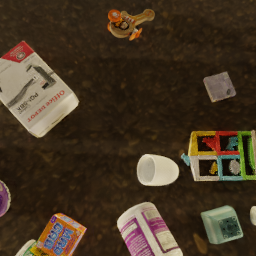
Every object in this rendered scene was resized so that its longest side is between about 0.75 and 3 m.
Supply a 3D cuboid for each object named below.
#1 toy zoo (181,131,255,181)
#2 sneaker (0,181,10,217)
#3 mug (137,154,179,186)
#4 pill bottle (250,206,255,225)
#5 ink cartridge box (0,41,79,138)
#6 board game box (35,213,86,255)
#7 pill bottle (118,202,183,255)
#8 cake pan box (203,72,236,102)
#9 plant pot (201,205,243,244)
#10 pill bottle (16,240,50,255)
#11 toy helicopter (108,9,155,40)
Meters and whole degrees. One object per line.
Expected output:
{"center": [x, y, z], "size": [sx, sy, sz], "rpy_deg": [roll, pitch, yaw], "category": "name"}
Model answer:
{"center": [3.421, 1.039, 10.512], "size": [2.814, 0.288, 1.846], "rpy_deg": [0, 77, 0], "category": "toy zoo"}
{"center": [-5.219, 1.833, 9.831], "size": [1.169, 1.285, 2.908], "rpy_deg": [-28, 80, -7], "category": "sneaker"}
{"center": [0.955, 1.493, 9.247], "size": [1.148, 1.310, 0.967], "rpy_deg": [10, 47, -33], "category": "mug"}
{"center": [5.030, 3.120, 9.859], "size": [1.232, 0.642, 0.642], "rpy_deg": [4, 77, 1], "category": "pill bottle"}
{"center": [-3.657, -1.444, 10.597], "size": [2.155, 1.217, 2.937], "rpy_deg": [-43, 80, -10], "category": "ink cartridge box"}
{"center": [-2.226, 3.675, 9.487], "size": [1.099, 1.099, 1.100], "rpy_deg": [29, 79, 6], "category": "board game box"}
{"center": [0.804, 3.782, 8.815], "size": [1.432, 1.432, 2.550], "rpy_deg": [-28, 56, -6], "category": "pill bottle"}
{"center": [3.633, -1.651, 11.149], "size": [0.979, 0.278, 1.063], "rpy_deg": [-17, 78, -6], "category": "cake pan box"}
{"center": [3.301, 3.340, 9.570], "size": [1.082, 1.105, 1.085], "rpy_deg": [-15, 78, -4], "category": "plant pot"}
{"center": [-2.746, 4.746, 9.222], "size": [2.031, 1.145, 1.145], "rpy_deg": [34, 79, 7], "category": "pill bottle"}
{"center": [0.256, -4.312, 11.530], "size": [2.090, 0.825, 1.382], "rpy_deg": [-29, 74, -16], "category": "toy helicopter"}
